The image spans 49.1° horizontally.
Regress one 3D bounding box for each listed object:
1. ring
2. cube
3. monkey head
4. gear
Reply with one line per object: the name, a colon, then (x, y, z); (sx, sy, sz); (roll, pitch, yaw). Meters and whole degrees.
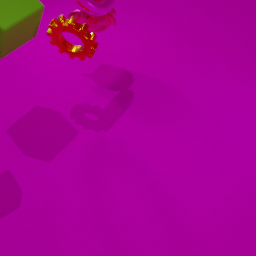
ring: (-1.017, -4.111, 7.837); (0.376, 1.878, 1.878); (-3, 42, 40)
cube: (-3.267, -2.959, 7.320); (1.367, 1.367, 1.367); (45, 58, -7)
monkey head: (-1.125, -3.963, 9.413); (1.953, 1.405, 1.177); (12, 50, 24)
gear: (-1.606, -2.574, 8.132); (1.477, 1.477, 0.273); (13, 64, 11)
